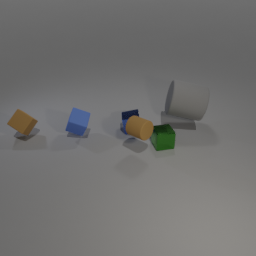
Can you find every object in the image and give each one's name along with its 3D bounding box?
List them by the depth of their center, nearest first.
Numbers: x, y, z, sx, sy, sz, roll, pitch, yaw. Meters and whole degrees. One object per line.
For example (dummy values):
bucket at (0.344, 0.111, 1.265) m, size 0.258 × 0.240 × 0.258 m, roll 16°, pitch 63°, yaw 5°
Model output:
cylinder at (0.393, -0.003, 9.581) m, size 0.700 × 0.700 × 0.700 m, roll 22°, pitch 36°, yaw 38°
cube at (1.298, 0.344, 10.386) m, size 0.700 × 0.700 × 0.700 m, roll -7°, pitch 30°, yaw -12°
cube at (-4.011, -0.213, 10.693) m, size 0.700 × 0.700 × 0.700 m, roll 33°, pitch -7°, yaw 2°
cube at (-1.916, -0.235, 10.721) m, size 0.700 × 0.700 × 0.700 m, roll 18°, pitch 54°, yaw -14°
cylinder at (2.316, -1.094, 11.143) m, size 1.400 × 1.400 × 1.400 m, roll 12°, pitch 30°, yaw -3°
cube at (0.147, -0.255, 11.323) m, size 0.700 × 0.700 × 0.700 m, roll -10°, pitch 30°, yaw 3°
